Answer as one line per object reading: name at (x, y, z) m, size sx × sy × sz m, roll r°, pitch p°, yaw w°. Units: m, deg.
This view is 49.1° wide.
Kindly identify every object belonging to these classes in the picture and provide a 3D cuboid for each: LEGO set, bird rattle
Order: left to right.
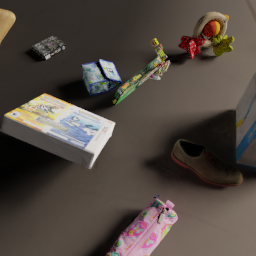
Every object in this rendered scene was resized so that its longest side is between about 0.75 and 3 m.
LEGO set at (1.157, -2.453, 9.916) m, size 0.687 × 0.556 × 1.493 m, roll 2°, pitch 92°, yaw -13°
bird rattle at (3.384, -4.044, 12.083) m, size 2.300 × 1.875 × 1.296 m, roll 0°, pitch 37°, yaw -10°

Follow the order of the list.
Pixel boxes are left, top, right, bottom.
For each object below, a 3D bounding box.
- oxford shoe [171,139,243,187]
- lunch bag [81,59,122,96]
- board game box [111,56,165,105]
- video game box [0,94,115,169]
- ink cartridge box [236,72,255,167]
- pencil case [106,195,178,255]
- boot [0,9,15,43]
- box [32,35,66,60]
oxford shoe at (2.525, 1.111, 8.936) m, size 2.390 × 0.894 × 0.842 m, roll 22°, pitch 58°, yaw 15°
lunch bag at (-1.051, -2.065, 11.194) m, size 1.368 × 0.871 × 1.163 m, roll -15°, pitch 60°, yaw -16°
board game box at (0.417, -1.859, 10.753) m, size 2.429 × 1.272 × 0.285 m, roll -41°, pitch 89°, yaw -24°
video game box at (-1.978, -0.039, 8.736) m, size 2.751 × 0.644 × 2.506 m, roll 23°, pitch 21°, yaw 1°
ink cartridge box at (4.793, -0.175, 9.214) m, size 1.890 × 1.881 × 2.576 m, roll 11°, pitch 56°, yaw 6°
pencil case at (0.422, 2.933, 7.645) m, size 0.977 × 0.977 × 2.234 m, roll 37°, pitch 64°, yaw 23°
boot at (-6.802, -4.313, 12.738) m, size 2.597 × 0.980 × 2.965 m, roll 8°, pitch 56°, yaw -10°
box at (-3.553, -3.641, 12.641) m, size 0.951 × 0.258 × 1.188 m, roll 39°, pitch 64°, yaw 24°
